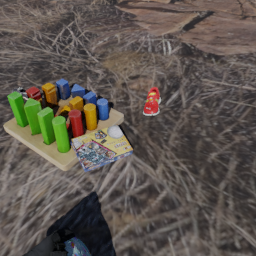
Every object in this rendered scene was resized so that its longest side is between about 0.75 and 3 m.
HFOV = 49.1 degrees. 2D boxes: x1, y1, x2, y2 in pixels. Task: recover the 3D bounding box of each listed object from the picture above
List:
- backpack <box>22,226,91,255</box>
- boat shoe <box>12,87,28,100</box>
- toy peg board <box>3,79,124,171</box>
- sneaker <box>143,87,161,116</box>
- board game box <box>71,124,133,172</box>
[{"bbox_3d":[-1.019,2.611,4.626,1.633,1.363,1.034,53,18,14],"label":"backpack"},{"bbox_3d":[-3.572,-1.248,9.584,1.130,0.354,0.410,20,40,29],"label":"boat shoe"},{"bbox_3d":[-1.930,-0.547,8.377,2.668,1.305,2.657,28,50,25],"label":"toy peg board"},{"bbox_3d":[0.746,-0.868,8.957,0.524,0.578,1.362,-2,35,13],"label":"sneaker"},{"bbox_3d":[-0.719,0.524,7.755,1.447,0.250,0.981,-18,59,-25],"label":"board game box"}]
